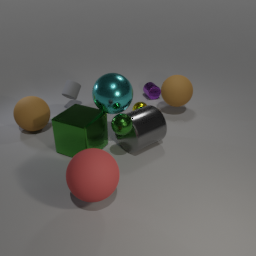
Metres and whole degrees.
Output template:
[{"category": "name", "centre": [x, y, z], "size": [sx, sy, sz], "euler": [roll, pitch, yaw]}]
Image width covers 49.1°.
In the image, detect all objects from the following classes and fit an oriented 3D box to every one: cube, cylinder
[{"category": "cube", "centre": [-1.660, 0.135, 9.976], "size": [1.400, 1.400, 1.400], "euler": [14, 33, 23]}, {"category": "cylinder", "centre": [0.445, 0.022, 10.170], "size": [1.400, 1.400, 1.400], "euler": [-22, 37, -33]}, {"category": "cylinder", "centre": [1.212, -1.888, 14.163], "size": [0.700, 0.700, 0.700], "euler": [-10, 32, -17]}, {"category": "cylinder", "centre": [-2.566, -1.725, 12.716], "size": [0.700, 0.700, 0.700], "euler": [19, -8, 3]}]

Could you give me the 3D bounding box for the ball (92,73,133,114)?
[{"category": "ball", "centre": [-0.517, -1.167, 9.523], "size": [1.400, 1.400, 1.400], "euler": [0, 30, 0]}]

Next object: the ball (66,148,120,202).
[{"category": "ball", "centre": [-0.923, 1.235, 7.380], "size": [1.400, 1.400, 1.400], "euler": [0, 30, 0]}]

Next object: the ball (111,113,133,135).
[{"category": "ball", "centre": [-0.186, -0.120, 8.934], "size": [0.700, 0.700, 0.700], "euler": [0, 30, 0]}]

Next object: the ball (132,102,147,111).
[{"category": "ball", "centre": [0.535, -0.784, 12.032], "size": [0.700, 0.700, 0.700], "euler": [0, 30, 0]}]

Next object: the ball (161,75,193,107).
[{"category": "ball", "centre": [2.158, -1.638, 12.363], "size": [1.400, 1.400, 1.400], "euler": [0, 30, 0]}]

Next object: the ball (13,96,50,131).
[{"category": "ball", "centre": [-3.822, -0.572, 11.180], "size": [1.400, 1.400, 1.400], "euler": [0, 30, 0]}]
